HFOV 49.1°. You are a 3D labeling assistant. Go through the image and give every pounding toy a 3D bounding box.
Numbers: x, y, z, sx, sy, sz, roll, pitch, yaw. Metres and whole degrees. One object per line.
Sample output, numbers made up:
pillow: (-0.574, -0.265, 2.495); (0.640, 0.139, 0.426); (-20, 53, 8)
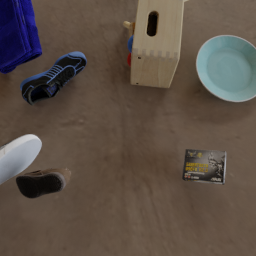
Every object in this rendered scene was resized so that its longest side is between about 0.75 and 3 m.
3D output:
pounding toy: (0.592, -2.764, 8.633); (1.789, 2.317, 2.517); (6, 75, 1)

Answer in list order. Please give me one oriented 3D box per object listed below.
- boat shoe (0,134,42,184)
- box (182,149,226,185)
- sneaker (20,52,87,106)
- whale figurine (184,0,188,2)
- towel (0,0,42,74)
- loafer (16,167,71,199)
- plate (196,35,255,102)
boat shoe: (-3.712, 1.066, 7.397); (0.976, 1.030, 2.946); (38, 72, 27)
box: (2.102, 1.052, 7.704); (1.107, 0.268, 0.877); (2, 69, 25)
sneaker: (-2.189, -1.480, 8.638); (2.299, 0.806, 0.895); (-33, 50, -5)
whale figurine: (1.329, -4.886, 9.418); (1.994, 1.300, 2.506); (-30, 32, -23)
towel: (-3.705, -3.183, 8.793); (1.873, 0.628, 2.536); (-17, 83, 28)
loafer: (-2.162, 1.392, 7.259); (1.798, 0.638, 0.657); (-9, 102, 30)
plate: (3.292, -1.900, 9.038); (2.348, 0.300, 2.348); (2, 74, -6)
